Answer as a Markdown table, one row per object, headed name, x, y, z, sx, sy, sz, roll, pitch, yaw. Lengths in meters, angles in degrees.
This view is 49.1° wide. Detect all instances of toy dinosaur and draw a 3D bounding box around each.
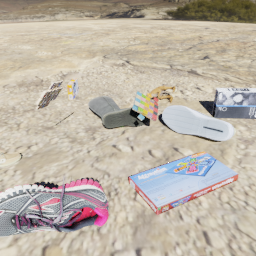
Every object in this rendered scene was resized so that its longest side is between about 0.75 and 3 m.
| name | x | y | z | sx | sy | sz | roll | pitch | yaw |
| --- | --- | --- | --- | --- | --- | --- | --- | --- | --- |
| toy dinosaur | 1.701 | -1.891 | 14.185 | 1.467 | 0.834 | 2.762 | 16 | 31 | 30 |

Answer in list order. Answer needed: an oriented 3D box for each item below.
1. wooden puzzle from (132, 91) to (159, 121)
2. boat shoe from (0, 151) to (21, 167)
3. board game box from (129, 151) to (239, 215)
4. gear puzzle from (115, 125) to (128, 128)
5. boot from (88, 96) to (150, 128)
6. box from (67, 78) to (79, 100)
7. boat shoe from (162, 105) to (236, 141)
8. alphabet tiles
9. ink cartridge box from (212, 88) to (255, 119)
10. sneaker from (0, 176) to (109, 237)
| name | x | y | z | sx | sy | sz | roll | pitch | yaw |
| --- | --- | --- | --- | --- | --- | --- | --- | --- | --- |
| wooden puzzle | 0.682 | -0.830 | 10.444 | 0.997 | 0.118 | 1.680 | 27 | 43 | -13 |
| boat shoe | -4.121 | 0.980 | 8.967 | 1.320 | 0.429 | 0.476 | -14 | 30 | -25 |
| board game box | 1.623 | 1.479 | 8.155 | 2.874 | 0.279 | 1.479 | -14 | 32 | -26 |
| gear puzzle | -0.268 | -0.157 | 11.547 | 0.857 | 0.112 | 0.444 | -21 | 34 | -35 |
| boot | -0.434 | -0.773 | 12.075 | 2.213 | 0.883 | 2.434 | -3 | 17 | -17 |
| box | -2.829 | -2.055 | 14.526 | 0.274 | 0.785 | 1.319 | 2 | 28 | 7 |
| boat shoe | 2.672 | -0.118 | 10.779 | 2.900 | 1.044 | 0.899 | 23 | 8 | 36 |
| alphabet tiles | -2.355 | -0.983 | 8.478 | 0.079 | 1.064 | 1.088 | 40 | 22 | 1 |
| ink cartridge box | 5.019 | -1.047 | 12.005 | 2.582 | 1.284 | 0.506 | -1 | 28 | 2 |
| sneaker | -1.838 | 1.907 | 6.375 | 2.869 | 1.156 | 1.071 | -9 | 31 | -19 |
